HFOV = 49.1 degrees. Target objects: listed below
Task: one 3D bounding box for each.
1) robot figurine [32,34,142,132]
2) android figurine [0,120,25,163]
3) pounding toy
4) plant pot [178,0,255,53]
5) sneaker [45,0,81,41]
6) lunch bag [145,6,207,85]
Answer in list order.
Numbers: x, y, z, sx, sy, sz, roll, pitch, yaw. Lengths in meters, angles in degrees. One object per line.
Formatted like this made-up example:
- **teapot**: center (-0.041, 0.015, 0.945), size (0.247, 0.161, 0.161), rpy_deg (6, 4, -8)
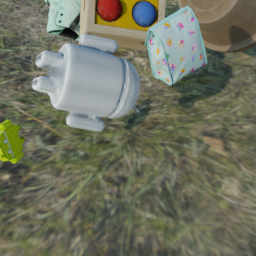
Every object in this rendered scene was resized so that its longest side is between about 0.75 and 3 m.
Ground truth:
- **robot figurine**: center (-0.672, -0.867, 5.393), size (2.157, 1.829, 1.218), rpy_deg (10, 4, -28)
- **android figurine**: center (-2.206, 0.271, 5.218), size (0.181, 0.802, 0.881), rpy_deg (-8, 19, 9)
- **pounding toy**: center (-0.221, -3.227, 6.450), size (2.157, 2.343, 1.665), rpy_deg (2, 5, -17)
- **plant pot**: center (2.163, -2.934, 6.373), size (2.374, 2.374, 2.070), rpy_deg (33, 28, 24)
- **sneaker**: center (-1.982, -3.307, 7.104), size (2.541, 0.935, 1.499), rpy_deg (29, 75, -16)
- **lunch bag**: center (0.721, -1.277, 4.319), size (0.799, 0.937, 0.572), rpy_deg (-33, 37, -14)
